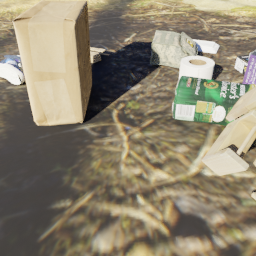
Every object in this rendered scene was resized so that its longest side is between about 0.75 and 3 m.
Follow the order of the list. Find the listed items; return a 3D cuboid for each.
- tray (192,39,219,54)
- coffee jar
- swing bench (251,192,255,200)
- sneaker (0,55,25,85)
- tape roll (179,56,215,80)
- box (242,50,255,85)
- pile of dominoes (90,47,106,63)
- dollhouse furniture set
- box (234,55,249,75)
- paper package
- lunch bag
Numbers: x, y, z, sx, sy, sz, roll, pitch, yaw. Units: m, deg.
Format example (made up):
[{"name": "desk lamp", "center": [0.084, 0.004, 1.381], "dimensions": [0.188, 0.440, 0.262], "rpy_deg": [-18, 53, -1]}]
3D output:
[{"name": "tray", "center": [3.020, -3.742, 12.570], "dimensions": [2.024, 0.224, 1.087], "rpy_deg": [13, 39, 18]}, {"name": "coffee jar", "center": [2.513, -0.670, 7.516], "dimensions": [2.495, 1.065, 1.301], "rpy_deg": [10, 37, 13]}, {"name": "swing bench", "center": [3.343, 1.297, 4.819], "dimensions": [1.548, 1.010, 1.556], "rpy_deg": [-6, 35, -10]}, {"name": "sneaker", "center": [-3.799, -2.169, 9.939], "dimensions": [1.712, 0.690, 1.253], "rpy_deg": [22, 45, 35]}, {"name": "tape roll", "center": [2.307, -1.887, 9.487], "dimensions": [1.115, 0.765, 1.115], "rpy_deg": [0, 35, 0]}, {"name": "box", "center": [4.441, -1.204, 7.828], "dimensions": [1.110, 1.574, 2.128], "rpy_deg": [-28, 43, -32]}, {"name": "pile of dominoes", "center": [-1.988, -2.996, 11.625], "dimensions": [1.938, 0.309, 1.510], "rpy_deg": [20, 40, 38]}, {"name": "dollhouse furniture set", "center": [2.635, 0.312, 5.424], "dimensions": [1.536, 1.527, 2.179], "rpy_deg": [41, 71, 2]}, {"name": "box", "center": [5.331, -2.006, 9.845], "dimensions": [2.246, 0.558, 2.229], "rpy_deg": [-7, 36, -10]}, {"name": "paper package", "center": [-1.864, -1.908, 7.832], "dimensions": [1.422, 2.748, 2.619], "rpy_deg": [0, 34, 0]}, {"name": "lunch bag", "center": [1.850, -3.087, 10.948], "dimensions": [1.793, 1.054, 1.470], "rpy_deg": [10, 40, 7]}]
